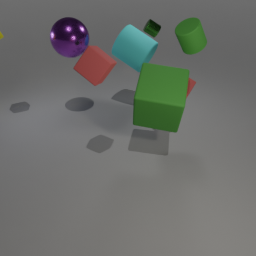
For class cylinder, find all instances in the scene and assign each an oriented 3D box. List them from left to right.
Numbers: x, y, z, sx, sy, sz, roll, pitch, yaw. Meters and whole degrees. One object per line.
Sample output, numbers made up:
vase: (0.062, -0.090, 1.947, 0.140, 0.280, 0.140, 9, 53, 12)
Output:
cylinder: (0.280, -3.245, 11.478, 1.400, 1.400, 1.400, 35, 38, 4)
cylinder: (1.270, -5.248, 14.757, 0.700, 0.700, 0.700, 27, 26, -17)
cylinder: (1.714, -2.492, 7.609, 0.700, 0.700, 0.700, -18, 48, 21)

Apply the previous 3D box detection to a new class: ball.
ball: (-2.094, -3.248, 10.098, 1.400, 1.400, 1.400, 0, 31, 0)

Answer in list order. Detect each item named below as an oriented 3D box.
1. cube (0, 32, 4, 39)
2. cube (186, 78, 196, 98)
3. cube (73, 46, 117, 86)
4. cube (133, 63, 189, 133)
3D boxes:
cube: (-4.830, -3.238, 9.540, 0.700, 0.700, 0.700, -30, 20, 3)
cube: (1.816, -1.461, 9.674, 0.700, 0.700, 0.700, 30, 9, -3)
cube: (-0.814, -1.579, 7.066, 0.700, 0.700, 0.700, 39, 18, -3)
cube: (0.968, -0.896, 8.425, 1.400, 1.400, 1.400, 10, 58, 6)
